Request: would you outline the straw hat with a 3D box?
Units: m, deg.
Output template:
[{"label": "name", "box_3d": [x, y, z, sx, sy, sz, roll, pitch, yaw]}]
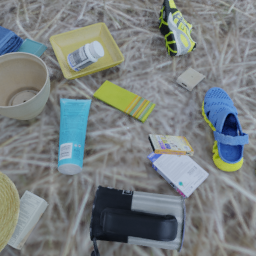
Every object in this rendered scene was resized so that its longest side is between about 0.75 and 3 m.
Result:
[{"label": "straw hat", "box_3d": [-4.056, 2.463, 7.377, 2.811, 1.190, 2.811, -1, 59, 1]}]

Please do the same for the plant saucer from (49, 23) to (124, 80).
[{"label": "plant saucer", "box_3d": [-1.592, -2.889, 10.840, 2.318, 0.561, 2.317, -20, 61, -11]}]

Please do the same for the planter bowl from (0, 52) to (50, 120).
[{"label": "planter bowl", "box_3d": [-3.596, -1.192, 9.318, 2.213, 1.489, 2.213, 0, 60, -1]}]

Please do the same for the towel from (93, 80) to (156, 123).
[{"label": "towel", "box_3d": [-0.133, -0.968, 9.967, 2.130, 0.192, 0.916, 28, 59, 16]}]

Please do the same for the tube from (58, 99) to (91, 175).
[{"label": "tube", "box_3d": [-1.788, 0.104, 9.090, 1.078, 0.702, 2.785, 4, 55, -9]}]

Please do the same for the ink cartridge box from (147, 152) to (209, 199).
[{"label": "ink cartridge box", "box_3d": [1.491, 1.213, 8.589, 1.004, 0.353, 1.683, -39, 70, -20]}]

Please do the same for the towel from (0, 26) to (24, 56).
[{"label": "towel", "box_3d": [-5.604, -3.419, 10.982, 2.803, 0.680, 1.565, 26, 67, 19]}]

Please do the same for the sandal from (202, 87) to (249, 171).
[{"label": "sandal", "box_3d": [3.138, -0.186, 8.884, 1.160, 1.271, 2.919, -6, 58, -1]}]

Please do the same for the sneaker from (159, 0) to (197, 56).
[{"label": "sneaker", "box_3d": [1.959, -4.093, 11.378, 1.058, 1.044, 2.769, -5, 70, -11]}]

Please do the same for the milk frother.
[{"label": "milk frother", "box_3d": [0.166, 2.885, 7.014, 2.282, 2.190, 2.426, 6, 99, 4]}]

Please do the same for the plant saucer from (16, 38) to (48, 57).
[{"label": "plant saucer", "box_3d": [-4.328, -2.379, 10.727, 1.015, 0.275, 2.903, 22, 63, 13]}]

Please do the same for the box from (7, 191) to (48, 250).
[{"label": "box", "box_3d": [-2.882, 2.518, 7.714, 0.657, 0.538, 1.384, 24, 63, 13]}]

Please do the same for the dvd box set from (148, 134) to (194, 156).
[{"label": "dvd box set", "box_3d": [0.905, 0.358, 5.989, 0.855, 0.126, 0.626, 4, 28, -12]}]

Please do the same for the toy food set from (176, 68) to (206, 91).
[{"label": "toy food set", "box_3d": [2.342, -1.809, 10.411, 0.688, 0.290, 0.959, 38, 58, 20]}]

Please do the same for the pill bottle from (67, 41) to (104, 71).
[{"label": "pill bottle", "box_3d": [-1.515, -2.588, 10.072, 1.227, 0.698, 0.698, -20, 55, 28]}]
